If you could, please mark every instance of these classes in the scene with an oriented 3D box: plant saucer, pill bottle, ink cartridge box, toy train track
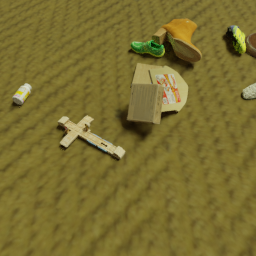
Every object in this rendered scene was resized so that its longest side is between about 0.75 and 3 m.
[{"bbox_3d":[6.547,-4.009,13.470,2.002,0.345,2.002,0,54,-1],"label":"plant saucer"},{"bbox_3d":[-4.309,-1.406,11.464,0.455,0.455,0.873,15,55,11],"label":"pill bottle"},{"bbox_3d":[0.651,-0.905,10.359,1.170,0.533,1.420,8,91,34],"label":"ink cartridge box"},{"bbox_3d":[-1.365,0.251,10.161,2.818,0.458,1.616,28,55,16],"label":"toy train track"}]

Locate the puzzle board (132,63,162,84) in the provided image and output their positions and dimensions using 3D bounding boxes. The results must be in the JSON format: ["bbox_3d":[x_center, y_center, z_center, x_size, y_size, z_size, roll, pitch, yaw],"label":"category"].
[{"bbox_3d":[0.844,-2.228,12.281,1.160,0.134,1.539,9,55,6],"label":"puzzle board"}]

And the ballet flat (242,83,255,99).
[{"bbox_3d":[5.591,-1.724,11.621,1.823,0.654,0.654,-16,55,-11],"label":"ballet flat"}]

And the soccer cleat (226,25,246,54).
[{"bbox_3d":[5.381,-4.332,13.524,0.791,0.611,1.891,-6,53,-3],"label":"soccer cleat"}]

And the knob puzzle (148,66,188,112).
[{"bbox_3d":[1.680,-1.541,11.190,2.105,0.292,2.105,11,71,-33],"label":"knob puzzle"}]

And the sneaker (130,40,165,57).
[{"bbox_3d":[0.929,-3.845,13.117,1.655,0.691,0.613,14,56,11],"label":"sneaker"}]

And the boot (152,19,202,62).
[{"bbox_3d":[2.751,-4.338,13.276,2.851,1.003,2.041,35,63,28],"label":"boot"}]
